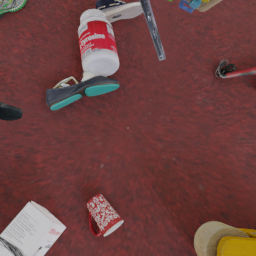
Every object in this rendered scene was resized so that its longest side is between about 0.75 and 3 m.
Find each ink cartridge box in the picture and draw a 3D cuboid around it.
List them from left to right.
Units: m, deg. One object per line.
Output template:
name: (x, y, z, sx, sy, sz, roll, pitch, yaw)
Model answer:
ink cartridge box: (-2.437, 2.766, 6.406, 0.805, 1.394, 1.909, 35, 71, 14)

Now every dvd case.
dvd case: (0.357, -3.201, 6.731, 0.214, 1.994, 2.682, -18, 52, 11)

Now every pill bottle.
pill bottle: (-0.989, -2.750, 9.000, 1.147, 1.147, 2.043, -9, 66, -4)

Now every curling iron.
curling iron: (4.076, -1.971, 8.819, 2.561, 0.327, 0.635, -5, 77, 11)

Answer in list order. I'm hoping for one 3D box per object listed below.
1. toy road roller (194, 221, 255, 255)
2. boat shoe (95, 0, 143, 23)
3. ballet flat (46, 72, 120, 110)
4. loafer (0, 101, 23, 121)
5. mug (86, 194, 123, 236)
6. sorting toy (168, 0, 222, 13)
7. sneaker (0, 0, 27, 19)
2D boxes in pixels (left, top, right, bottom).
toy road roller: (2.955, 3.309, 6.004, 2.940, 1.807, 2.146, 7, 78, 3)
boat shoe: (-0.323, -4.335, 9.958, 1.775, 0.663, 0.823, -17, 75, -7)
ballet flat: (-1.422, -1.263, 8.508, 2.294, 0.838, 0.838, -20, 67, -6)
loafer: (-3.174, -0.506, 6.906, 1.257, 0.457, 0.454, 11, 40, 1)
mug: (-0.695, 2.234, 7.100, 0.798, 0.600, 0.899, -33, 67, -16)
sorting toy: (1.608, -3.321, 6.822, 1.359, 2.414, 0.329, 27, 88, -14)
sneaker: (-4.416, -4.548, 10.000, 1.866, 0.795, 0.728, -42, 72, -17)
